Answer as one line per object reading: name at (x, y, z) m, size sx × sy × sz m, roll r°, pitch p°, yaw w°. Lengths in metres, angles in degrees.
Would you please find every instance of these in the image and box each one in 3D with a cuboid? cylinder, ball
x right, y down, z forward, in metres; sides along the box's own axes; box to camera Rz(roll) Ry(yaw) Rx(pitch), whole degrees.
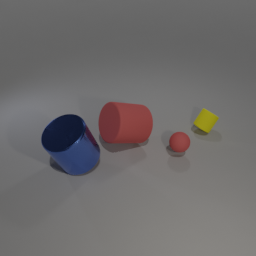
cylinder at (-1.730, 0.526, 8.669) m, size 1.400 × 1.400 × 1.400 m, roll -9°, pitch 51°, yaw 11°
ball at (1.736, 0.471, 9.404) m, size 0.700 × 0.700 × 0.700 m, roll 0°, pitch 33°, yaw 0°
cylinder at (2.981, -0.286, 10.703) m, size 0.700 × 0.700 × 0.700 m, roll 29°, pitch 13°, yaw -8°
cylinder at (-0.092, -0.168, 9.778) m, size 1.400 × 1.400 × 1.400 m, roll 2°, pitch 26°, yaw -37°
